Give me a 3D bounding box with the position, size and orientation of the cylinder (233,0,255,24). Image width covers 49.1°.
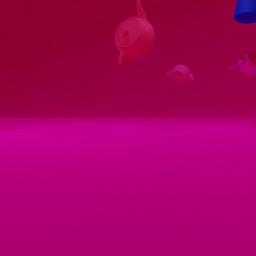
[{"bbox_3d":[4.316,-4.337,9.999,0.901,0.901,0.901,11,-1,0],"label":"cylinder"}]

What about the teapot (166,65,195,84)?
[{"bbox_3d":[2.018,-1.988,10.633,1.186,0.738,0.581,17,44,25],"label":"teapot"}]

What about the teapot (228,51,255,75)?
[{"bbox_3d":[3.515,-1.830,8.071,1.182,0.735,0.579,1,-33,-5],"label":"teapot"}]

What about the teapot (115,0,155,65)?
[{"bbox_3d":[0.155,-2.852,8.516,1.248,2.007,0.983,22,4,34],"label":"teapot"}]
